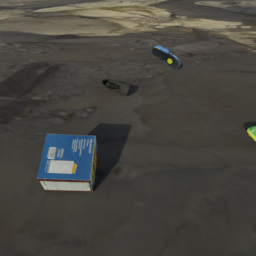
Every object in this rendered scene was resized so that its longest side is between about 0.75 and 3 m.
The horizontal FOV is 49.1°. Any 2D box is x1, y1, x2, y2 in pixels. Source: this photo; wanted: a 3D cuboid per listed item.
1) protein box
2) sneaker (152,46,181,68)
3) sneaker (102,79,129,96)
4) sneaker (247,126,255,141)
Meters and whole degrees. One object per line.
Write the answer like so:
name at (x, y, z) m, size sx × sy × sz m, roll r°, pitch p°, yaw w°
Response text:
protein box at (-1.100, 0.669, 5.326) m, size 0.936 × 0.632 × 0.929 m, roll 2°, pitch 57°, yaw -1°
sneaker at (1.678, -3.014, 11.638) m, size 1.433 × 0.472 × 0.562 m, roll 38°, pitch 46°, yaw 21°
sneaker at (-0.429, -1.345, 9.145) m, size 0.524 × 0.438 × 1.154 m, roll 11°, pitch 7°, yaw -44°
sneaker at (3.387, 0.045, 6.555) m, size 1.426 × 0.596 × 0.528 m, roll -1°, pitch 43°, yaw -25°
